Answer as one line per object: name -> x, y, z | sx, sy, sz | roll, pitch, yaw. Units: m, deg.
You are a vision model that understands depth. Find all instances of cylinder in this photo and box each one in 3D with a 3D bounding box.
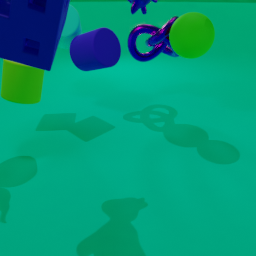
cylinder -> -1.888, -2.973, 8.228 | 1.008, 1.008, 1.008 | -3, -3, -5
cylinder -> -0.917, -2.173, 7.855 | 1.054, 1.054, 1.054 | 2, 21, 43
cylinder -> -2.260, -1.025, 6.022 | 0.826, 0.826, 0.826 | 12, 18, -4

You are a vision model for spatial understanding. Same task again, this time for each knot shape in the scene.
knot shape -> 0.977, -2.691, 8.419 | 1.758, 0.812, 1.645 | 0, -21, -26

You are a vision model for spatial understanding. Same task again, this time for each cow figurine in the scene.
cow figurine -> 0.198, -2.559, 4.505 | 0.817, 1.465, 1.489 | -47, 33, -6

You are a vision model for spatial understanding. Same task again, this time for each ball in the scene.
ball -> 1.705, -2.458, 7.485 | 1.183, 1.183, 1.183 | 0, 27, 0

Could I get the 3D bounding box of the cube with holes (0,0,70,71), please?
cube with holes -> -1.174, -1.557, 2.674 | 1.258, 1.258, 1.258 | 13, 40, -15
